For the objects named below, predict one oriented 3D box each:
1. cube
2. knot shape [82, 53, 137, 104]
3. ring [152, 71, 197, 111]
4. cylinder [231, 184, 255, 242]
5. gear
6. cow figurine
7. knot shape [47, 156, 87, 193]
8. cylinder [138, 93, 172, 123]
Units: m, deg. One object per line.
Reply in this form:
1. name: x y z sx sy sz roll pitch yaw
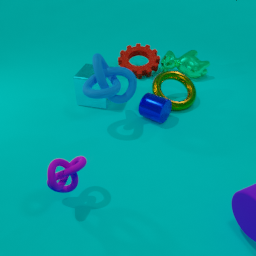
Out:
1. cube: -1.160 -1.512 10.036 1.137 1.137 1.137 9 39 12
2. knot shape: -0.481 -1.390 8.514 1.600 0.790 1.710 19 56 -21
3. ring: 1.656 -1.350 9.998 1.649 0.330 1.649 5 63 -10
4. cylinder: 2.799 1.575 5.517 1.043 1.043 1.043 -16 40 -18
5. gear: 0.469 -2.892 12.045 1.762 0.326 1.762 -1 59 2
6. cow figurine: 2.314 -2.640 11.776 1.719 0.959 1.747 -26 57 -22
7. knot shape: -1.427 1.030 6.161 0.498 1.077 1.008 39 7 22
8. cylinder: 0.891 -0.662 9.184 0.814 0.814 0.814 24 43 28
